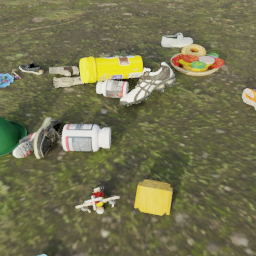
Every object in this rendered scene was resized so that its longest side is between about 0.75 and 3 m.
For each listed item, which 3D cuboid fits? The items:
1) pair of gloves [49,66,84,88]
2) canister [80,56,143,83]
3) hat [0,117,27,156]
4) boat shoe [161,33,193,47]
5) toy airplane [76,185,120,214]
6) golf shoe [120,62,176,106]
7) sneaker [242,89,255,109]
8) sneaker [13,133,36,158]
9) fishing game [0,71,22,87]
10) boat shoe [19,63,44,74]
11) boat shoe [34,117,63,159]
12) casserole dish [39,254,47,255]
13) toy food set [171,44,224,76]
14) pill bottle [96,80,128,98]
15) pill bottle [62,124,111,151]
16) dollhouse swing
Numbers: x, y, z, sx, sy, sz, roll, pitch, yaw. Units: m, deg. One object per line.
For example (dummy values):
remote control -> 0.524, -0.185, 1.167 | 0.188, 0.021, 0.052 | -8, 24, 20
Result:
pair of gloves -> -3.310, -2.770, 15.045 | 1.604, 0.331, 1.887 | -10, 44, -20
canister -> -0.868, -2.996, 14.148 | 2.781, 1.204, 2.066 | -8, 11, -19
hat -> -5.431, -0.460, 10.477 | 2.707, 2.383, 2.242 | 0, 39, 0
boat shoe -> 3.298, -5.859, 18.549 | 2.190, 0.780, 0.764 | -7, 39, -9
toy airplane -> -0.898, 2.244, 8.406 | 1.048, 0.743, 1.053 | -20, 8, -41
golf shoe -> 0.742, -1.969, 12.675 | 2.794, 1.320, 1.086 | -27, 10, 1
sneaker -> 6.144, -1.130, 12.586 | 0.873, 0.884, 2.260 | -2, 39, -17
sneaker -> -3.923, 0.656, 10.684 | 0.583, 0.548, 1.423 | 1, 28, 25
fishing game -> -6.800, -2.579, 14.833 | 2.014, 0.313, 1.442 | -29, 50, -32
boat shoe -> -5.434, -3.397, 15.709 | 1.550, 0.482, 0.578 | 15, 43, 20
boat shoe -> -3.024, 0.294, 10.813 | 0.736, 0.800, 2.240 | -4, 34, 3
casserole dish -> -2.152, 3.610, 7.164 | 0.476, 0.152, 0.785 | -31, 49, -33
toy food set -> 3.944, -3.885, 16.126 | 2.911, 0.708, 2.881 | -30, 47, -33
pill bottle -> -0.749, -1.895, 13.544 | 1.459, 0.808, 0.808 | 7, 39, 8
pill bottle -> -1.520, 0.370, 10.539 | 1.695, 1.014, 1.014 | 1, 39, 3
dollhouse swing -> 0.841, 2.180, 8.931 | 1.066, 0.937, 0.969 | 8, 81, 9
